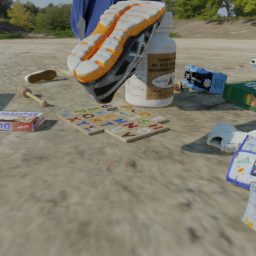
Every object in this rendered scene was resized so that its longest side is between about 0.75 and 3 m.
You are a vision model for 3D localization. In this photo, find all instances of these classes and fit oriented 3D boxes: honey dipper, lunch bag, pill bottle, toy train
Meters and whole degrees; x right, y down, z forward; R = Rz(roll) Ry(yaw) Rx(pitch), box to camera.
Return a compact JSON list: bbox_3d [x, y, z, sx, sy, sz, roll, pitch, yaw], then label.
[{"bbox_3d":[-3.302,-1.105,9.725,0.370,0.370,1.950,-17,28,-36],"label":"honey dipper"},{"bbox_3d":[-0.408,-3.329,7.237,1.786,2.699,1.834,-17,53,-36],"label":"lunch bag"},{"bbox_3d":[0.736,-2.241,9.142,1.640,2.867,1.640,0,21,0],"label":"pill bottle"},{"bbox_3d":[2.311,1.076,3.526,1.247,0.793,1.058,-2,21,-24],"label":"lunch bag"},{"bbox_3d":[3.021,-1.959,11.264,1.214,0.921,2.125,5,18,-12],"label":"toy train"},{"bbox_3d":[2.296,0.667,4.762,0.931,0.678,1.096,16,40,36],"label":"lunch bag"}]

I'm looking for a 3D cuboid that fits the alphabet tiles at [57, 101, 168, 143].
[{"bbox_3d":[-0.343,-0.233,7.817,2.314,0.104,2.769,-15,25,-35],"label":"alphabet tiles"}]

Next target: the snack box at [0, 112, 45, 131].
[{"bbox_3d":[-3.452,-0.200,7.482,2.228,0.271,0.801,2,21,5],"label":"snack box"}]

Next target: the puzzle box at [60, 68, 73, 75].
[{"bbox_3d":[-2.777,-3.019,14.871,1.482,0.188,0.986,19,27,40],"label":"puzzle box"}]

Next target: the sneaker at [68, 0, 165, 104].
[{"bbox_3d":[-0.100,-1.567,5.366,1.047,1.033,2.675,20,58,30],"label":"sneaker"}]

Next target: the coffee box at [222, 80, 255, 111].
[{"bbox_3d":[4.604,-0.934,8.861,1.778,0.636,2.891,-7,22,-18],"label":"coffee box"}]

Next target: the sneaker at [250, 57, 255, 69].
[{"bbox_3d":[3.657,-1.734,7.122,0.959,0.527,1.309,11,24,26],"label":"sneaker"}]

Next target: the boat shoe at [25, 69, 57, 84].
[{"bbox_3d":[-4.006,-2.411,12.842,1.488,0.527,0.516,-20,29,-39],"label":"boat shoe"}]

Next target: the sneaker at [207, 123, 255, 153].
[{"bbox_3d":[2.388,0.351,5.929,1.460,0.546,0.727,15,42,39],"label":"sneaker"}]

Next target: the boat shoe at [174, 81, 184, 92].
[{"bbox_3d":[2.000,-1.604,11.177,0.312,0.312,0.866,-26,26,18],"label":"boat shoe"}]
